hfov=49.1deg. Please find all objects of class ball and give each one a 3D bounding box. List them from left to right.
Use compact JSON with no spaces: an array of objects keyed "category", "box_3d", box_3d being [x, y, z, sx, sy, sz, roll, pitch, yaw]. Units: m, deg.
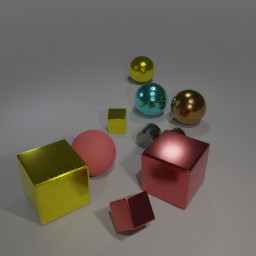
[{"category":"ball","box_3d":[-1.059,0.747,8.529,1.400,1.400,1.400,0,32,0]},{"category":"ball","box_3d":[0.726,-3.082,14.733,1.400,1.400,1.400,0,32,0]},{"category":"ball","box_3d":[0.964,-1.202,11.724,1.400,1.400,1.400,0,32,0]},{"category":"ball","box_3d":[2.390,-0.828,11.094,1.400,1.400,1.400,0,32,0]}]

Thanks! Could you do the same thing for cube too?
[{"category":"cube","box_3d":[-1.968,1.382,7.499,1.400,1.400,1.400,-20,39,-30]},{"category":"cube","box_3d":[-0.413,-0.277,10.793,0.700,0.700,0.700,0,42,0]},{"category":"cube","box_3d":[0.096,1.980,6.682,0.700,0.700,0.700,-8,-15,-42]},{"category":"cube","box_3d":[1.322,1.118,7.922,1.400,1.400,1.400,19,39,29]}]

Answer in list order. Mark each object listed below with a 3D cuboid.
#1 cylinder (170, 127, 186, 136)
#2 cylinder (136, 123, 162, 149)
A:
[{"category":"cylinder","box_3d":[1.563,0.411,9.777,0.700,0.700,0.700,-22,38,-31]},{"category":"cylinder","box_3d":[0.754,0.290,9.971,0.700,0.700,0.700,16,36,24]}]
